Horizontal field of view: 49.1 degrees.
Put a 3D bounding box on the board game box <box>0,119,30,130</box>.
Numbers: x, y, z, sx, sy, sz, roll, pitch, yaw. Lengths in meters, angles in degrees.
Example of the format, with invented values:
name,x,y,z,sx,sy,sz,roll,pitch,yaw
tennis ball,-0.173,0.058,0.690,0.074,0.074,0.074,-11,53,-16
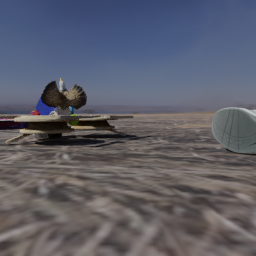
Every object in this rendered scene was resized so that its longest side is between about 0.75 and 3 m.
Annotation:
name,x,y,z,sx,sy,sz,roll,pitch,yaw
board game box,-4.101,-0.184,10.745,1.568,0.422,2.613,-2,1,44

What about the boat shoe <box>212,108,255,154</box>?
name,x,y,z,sx,sy,sz,roll,pitch,yaw
boat shoe,2.065,0.086,4.213,0.599,0.689,1.869,5,5,-31

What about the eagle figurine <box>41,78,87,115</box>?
name,x,y,z,sx,sy,sz,roll,pitch,yaw
eagle figurine,-2.139,-1.056,9.369,1.277,1.270,1.683,-41,16,-3

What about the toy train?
name,x,y,z,sx,sy,sz,roll,pitch,yaw
toy train,-2.461,-0.384,10.600,1.459,1.067,2.522,19,14,-41

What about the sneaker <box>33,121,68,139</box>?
name,x,y,z,sx,sy,sz,roll,pitch,yaw
sneaker,-1.721,0.028,6.720,0.530,0.447,1.212,2,8,19

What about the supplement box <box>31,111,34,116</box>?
name,x,y,z,sx,sy,sz,roll,pitch,yaw
supplement box,-4.574,-0.617,15.272,1.211,0.625,0.793,-3,5,-39

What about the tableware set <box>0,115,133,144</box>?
name,x,y,z,sx,sy,sz,roll,pitch,yaw
tableware set,-1.233,-0.004,6.306,1.840,0.558,2.783,1,3,30
